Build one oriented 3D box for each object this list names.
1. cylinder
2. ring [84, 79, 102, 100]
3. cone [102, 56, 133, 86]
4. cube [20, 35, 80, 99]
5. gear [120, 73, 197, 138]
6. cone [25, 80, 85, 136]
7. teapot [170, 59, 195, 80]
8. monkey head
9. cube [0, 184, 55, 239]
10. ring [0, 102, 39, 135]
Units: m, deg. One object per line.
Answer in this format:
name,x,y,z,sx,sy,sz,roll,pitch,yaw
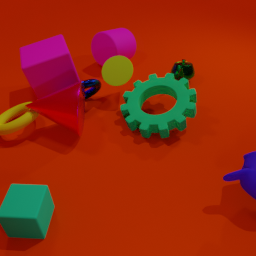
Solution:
cylinder,-0.509,-2.922,10.128,1.195,1.195,1.195,26,37,27
ring,-1.340,-1.088,8.294,1.199,1.199,0.240,-22,82,-24
cone,-0.223,-1.582,8.631,0.944,0.948,0.944,-2,78,11
cube,-2.356,-1.798,8.629,1.382,1.382,1.382,-21,43,-6
gear,0.844,-0.667,7.788,2.061,0.381,2.061,-8,52,11
cone,-1.931,-0.544,7.263,1.469,1.463,1.463,2,41,-3
teapot,1.843,-1.967,9.409,0.831,0.654,1.336,8,27,14
monkey head,2.848,0.871,5.416,1.805,1.299,1.088,18,54,9
cube,-1.926,1.597,5.382,0.737,0.737,0.737,1,41,4
ring,-3.031,-0.277,7.603,1.384,0.277,1.384,-17,30,10
